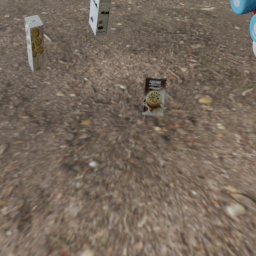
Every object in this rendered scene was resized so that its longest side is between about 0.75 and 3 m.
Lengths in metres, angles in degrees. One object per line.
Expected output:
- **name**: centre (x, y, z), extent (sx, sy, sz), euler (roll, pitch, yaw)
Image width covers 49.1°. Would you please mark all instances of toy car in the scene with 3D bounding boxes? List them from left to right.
- **toy car**: centre (3.493, -2.332, 6.657), extent (1.929, 2.093, 1.851), euler (-16, 62, -4)

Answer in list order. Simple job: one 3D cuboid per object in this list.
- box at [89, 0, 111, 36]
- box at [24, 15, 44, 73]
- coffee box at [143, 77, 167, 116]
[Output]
- **box**: centre (-0.925, -3.836, 9.131), extent (0.415, 1.382, 0.806), euler (-12, 56, -20)
- **box**: centre (-2.348, -2.080, 7.113), extent (0.357, 1.723, 0.333), euler (-24, 74, -25)
- **coffee box**: centre (0.684, -0.811, 7.146), extent (0.533, 0.942, 0.376), euler (5, 15, 9)
